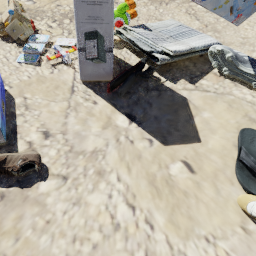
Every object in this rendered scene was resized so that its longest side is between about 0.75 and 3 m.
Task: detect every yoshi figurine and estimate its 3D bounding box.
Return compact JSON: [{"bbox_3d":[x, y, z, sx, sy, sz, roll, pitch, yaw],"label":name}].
[{"bbox_3d":[-0.686,-4.108,10.503,2.020,1.135,1.131,-38,20,-8],"label":"yoshi figurine"}]

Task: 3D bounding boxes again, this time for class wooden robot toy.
[{"bbox_3d":[-4.384,-3.832,10.583,1.310,1.272,2.886,-38,47,12],"label":"wooden robot toy"}]

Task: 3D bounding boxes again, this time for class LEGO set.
[{"bbox_3d":[-2.552,-2.850,9.692,2.275,0.558,1.700,5,48,4],"label":"LEGO set"}]

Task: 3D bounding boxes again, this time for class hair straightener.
[{"bbox_3d":[0.343,-1.547,8.499,0.862,0.458,2.240,28,46,21],"label":"hair straightener"}]

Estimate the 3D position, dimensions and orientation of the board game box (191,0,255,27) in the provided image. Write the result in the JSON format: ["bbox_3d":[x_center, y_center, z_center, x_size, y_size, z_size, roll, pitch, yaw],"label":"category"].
[{"bbox_3d":[3.238,-4.012,7.204,2.625,2.631,0.541,1,62,-44],"label":"board game box"}]

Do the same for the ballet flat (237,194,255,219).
[{"bbox_3d":[2.567,1.607,5.166,1.152,0.363,0.395,31,97,27],"label":"ballet flat"}]

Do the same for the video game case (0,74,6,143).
[{"bbox_3d":[-4.313,-0.389,7.133,2.179,0.546,2.404,-13,46,-13],"label":"video game case"}]

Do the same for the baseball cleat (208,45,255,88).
[{"bbox_3d":[3.631,-1.920,8.655,1.236,0.810,2.321,-30,61,-35],"label":"baseball cleat"}]

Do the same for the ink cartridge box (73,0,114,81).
[{"bbox_3d":[-0.958,-2.939,8.343,1.065,2.533,1.849,0,45,-4],"label":"ink cartridge box"}]

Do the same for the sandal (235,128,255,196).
[{"bbox_3d":[2.746,0.627,6.155,0.739,0.470,1.965,7,45,7],"label":"sandal"}]

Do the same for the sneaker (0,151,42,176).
[{"bbox_3d":[-2.480,0.817,5.997,1.216,0.428,0.459,-12,47,-11],"label":"sneaker"}]

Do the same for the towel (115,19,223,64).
[{"bbox_3d":[1.392,-3.221,9.871,2.897,0.500,2.790,-20,47,-27],"label":"towel"}]
